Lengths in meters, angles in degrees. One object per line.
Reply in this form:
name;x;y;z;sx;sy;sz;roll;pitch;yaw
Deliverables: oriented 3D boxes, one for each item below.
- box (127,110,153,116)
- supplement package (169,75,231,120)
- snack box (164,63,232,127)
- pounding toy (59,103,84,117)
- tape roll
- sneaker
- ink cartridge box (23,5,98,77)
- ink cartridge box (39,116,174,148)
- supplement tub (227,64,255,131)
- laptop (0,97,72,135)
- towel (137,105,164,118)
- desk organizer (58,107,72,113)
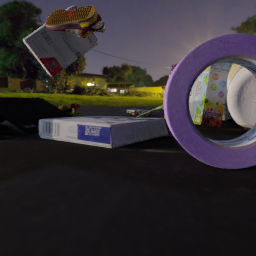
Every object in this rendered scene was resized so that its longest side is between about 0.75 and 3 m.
box;0.619;-0.843;15.299;1.033;0.301;1.509;-1;6;-15
supplement package;3.069;-1.334;11.951;2.426;1.890;1.345;3;6;27
snack box;2.170;-1.208;9.293;0.782;2.098;2.951;6;4;-14
pounding toy;-2.037;-0.515;9.732;1.155;0.694;1.496;-1;6;-11
tape roll;1.155;-0.293;3.224;1.462;1.462;0.479;0;5;3
sneaker;-1.430;-2.709;7.459;1.717;0.643;0.774;8;-22;29
ink cartridge box;-2.342;-3.046;9.857;2.093;1.520;0.872;-39;26;-9
ink cartridge box;-0.359;-0.021;5.868;2.133;0.434;2.137;4;7;40
supplement tub;3.337;-1.009;6.835;1.742;1.742;2.412;2;22;19
laptop;-3.285;-0.064;7.878;2.934;1.515;2.600;-25;-4;19
towel;0.853;-0.537;9.865;1.306;0.200;0.974;-23;4;32
desk organizer;-2.835;-0.528;10.813;0.577;0.537;1.498;5;7;24
